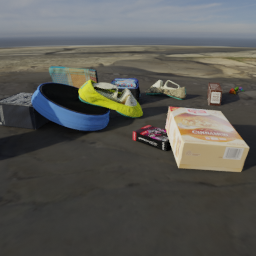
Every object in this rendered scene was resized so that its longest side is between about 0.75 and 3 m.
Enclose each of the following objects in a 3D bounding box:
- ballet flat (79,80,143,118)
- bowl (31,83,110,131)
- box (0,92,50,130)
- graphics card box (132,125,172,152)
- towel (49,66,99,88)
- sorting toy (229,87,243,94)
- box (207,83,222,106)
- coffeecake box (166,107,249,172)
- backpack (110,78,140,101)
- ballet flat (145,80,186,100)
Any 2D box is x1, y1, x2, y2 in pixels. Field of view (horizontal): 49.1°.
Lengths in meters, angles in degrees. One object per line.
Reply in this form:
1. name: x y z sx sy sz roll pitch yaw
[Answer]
1. ballet flat: -0.454 -1.169 10.979 2.971 0.996 0.993 15 38 -30
2. bowl: -2.093 -0.909 10.719 3.006 0.590 3.006 20 21 -8
3. box: -3.949 -0.705 11.040 1.628 1.011 1.641 6 22 14
4. graphics card box: 0.947 0.314 9.323 1.401 0.356 0.879 20 28 39
5. towel: -2.478 -1.965 13.193 2.540 1.863 0.276 10 38 23
6. sorting toy: 6.134 -2.064 15.705 1.018 0.353 0.351 -15 49 -30
7. box: 4.307 -1.718 13.984 0.600 0.802 1.602 5 21 13
8. coffeecake box: 2.178 0.250 8.265 1.751 0.834 2.282 4 27 -5
9. backpack: -0.115 -1.901 13.993 1.576 1.162 1.727 3 20 10
10. ballet flat: 2.004 -2.091 14.829 2.349 0.884 0.797 14 19 33
